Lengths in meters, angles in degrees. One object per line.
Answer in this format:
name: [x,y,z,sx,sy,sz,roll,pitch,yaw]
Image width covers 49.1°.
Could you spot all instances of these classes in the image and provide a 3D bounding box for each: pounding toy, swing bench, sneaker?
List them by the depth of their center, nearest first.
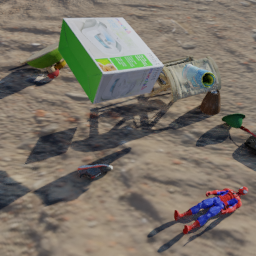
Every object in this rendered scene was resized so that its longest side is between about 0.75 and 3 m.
sneaker: [-1.163,1.583,9.988,1.249,0.481,0.512,-3,74,-10]
sneaker: [2.825,-1.705,10.382,1.135,0.692,1.739,33,11,39]
swing bench: [2.406,-2.286,12.486,2.394,1.562,2.407,-16,18,-18]
pounding toy: [-4.090,-3.467,14.766,2.275,1.367,2.947,-40,29,-25]

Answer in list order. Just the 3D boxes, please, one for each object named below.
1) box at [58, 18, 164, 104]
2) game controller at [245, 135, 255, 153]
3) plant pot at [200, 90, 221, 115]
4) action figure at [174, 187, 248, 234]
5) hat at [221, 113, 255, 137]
box: [-0.639,-2.365,9.484,2.449,1.342,2.775,-15,59,-33]
game controller: [5.409,0.879,10.656,1.804,0.380,0.941,34,53,29]
plant pot: [3.725,-1.231,12.415,0.907,0.970,0.907,0,44,0]
action figure: [2.775,2.446,8.889,2.641,0.682,0.864,-18,44,-21]
hat: [4.420,-0.004,11.440,0.910,1.099,0.968,12,67,-31]
